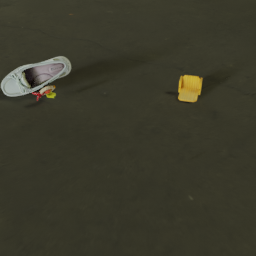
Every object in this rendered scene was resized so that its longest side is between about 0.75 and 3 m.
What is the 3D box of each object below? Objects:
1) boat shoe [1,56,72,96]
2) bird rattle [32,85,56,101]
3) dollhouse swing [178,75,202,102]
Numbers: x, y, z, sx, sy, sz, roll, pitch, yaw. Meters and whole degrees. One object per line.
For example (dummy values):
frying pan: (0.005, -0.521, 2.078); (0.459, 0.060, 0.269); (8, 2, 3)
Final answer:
boat shoe: (-3.179, -1.755, 9.534); (2.543, 0.937, 0.816); (-18, 15, 2)
bird rattle: (-2.727, -1.221, 9.210); (0.755, 0.615, 0.425); (-10, 70, -50)
dollhouse swing: (2.119, -1.371, 9.690); (0.756, 0.687, 0.665); (10, 36, 18)
